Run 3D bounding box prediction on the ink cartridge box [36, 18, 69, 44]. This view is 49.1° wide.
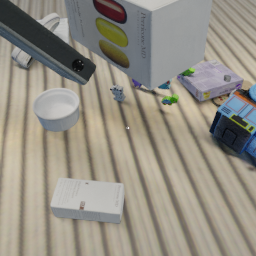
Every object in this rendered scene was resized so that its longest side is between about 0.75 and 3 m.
[{"bbox_3d":[-3.059,-3.551,10.666,1.595,0.352,1.625,-6,52,-4],"label":"ink cartridge box"}]

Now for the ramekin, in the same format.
[{"bbox_3d":[-1.947,-0.486,7.796,1.258,0.613,1.258,0,49,0],"label":"ramekin"}]

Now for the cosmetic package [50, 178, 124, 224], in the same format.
[{"bbox_3d":[-0.832,1.552,6.029,1.456,0.539,0.740,3,48,4],"label":"cosmetic package"}]

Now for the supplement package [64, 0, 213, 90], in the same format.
[{"bbox_3d":[0.080,-2.340,5.817,1.569,1.630,2.865,-32,51,-24],"label":"supplement package"}]

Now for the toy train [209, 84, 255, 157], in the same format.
[{"bbox_3d":[3.552,0.158,6.822,1.699,1.289,2.974,-40,64,-20],"label":"toy train"}]

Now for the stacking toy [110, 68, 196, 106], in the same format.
[{"bbox_3d":[0.723,-1.443,8.425,2.193,0.515,1.653,9,48,27],"label":"stacking toy"}]

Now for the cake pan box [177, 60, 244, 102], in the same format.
[{"bbox_3d":[2.484,-1.548,8.737,1.456,0.414,1.581,-16,41,-15],"label":"cake pan box"}]

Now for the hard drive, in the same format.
[{"bbox_3d":[-2.118,-1.857,5.083,0.477,2.899,2.023,-57,30,-1],"label":"hard drive"}]

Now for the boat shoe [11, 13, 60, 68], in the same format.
[{"bbox_3d":[-3.009,-3.006,9.687,0.729,0.799,2.220,39,73,-2],"label":"boat shoe"}]

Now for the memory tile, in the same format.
[{"bbox_3d":[3.327,-0.715,8.304,1.496,0.164,1.952,-6,48,-6],"label":"memory tile"}]
